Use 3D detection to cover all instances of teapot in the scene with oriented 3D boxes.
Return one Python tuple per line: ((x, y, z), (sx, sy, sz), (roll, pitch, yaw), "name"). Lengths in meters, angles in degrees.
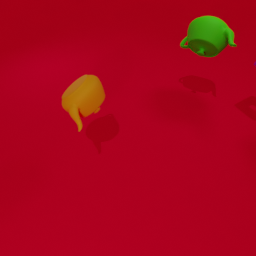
((2.254, -2.469, 7.839), (1.965, 1.222, 0.962), (14, 77, 51), "teapot")
((-0.998, -0.649, 6.527), (1.059, 0.834, 1.703), (-23, 31, 34), "teapot")

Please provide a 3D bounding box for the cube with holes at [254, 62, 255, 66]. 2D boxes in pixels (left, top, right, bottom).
((3.788, -1.665, 6.726), (0.840, 0.840, 0.840), (-31, 71, -11), "cube with holes")
